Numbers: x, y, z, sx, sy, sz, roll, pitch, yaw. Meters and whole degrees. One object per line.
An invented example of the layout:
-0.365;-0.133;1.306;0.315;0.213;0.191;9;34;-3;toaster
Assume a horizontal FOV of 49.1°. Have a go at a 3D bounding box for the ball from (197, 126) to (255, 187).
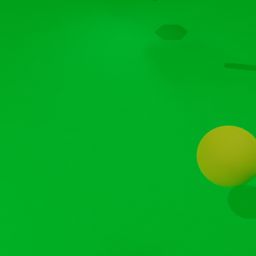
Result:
1.281;0.361;3.578;0.776;0.776;0.776;0;51;0;ball
